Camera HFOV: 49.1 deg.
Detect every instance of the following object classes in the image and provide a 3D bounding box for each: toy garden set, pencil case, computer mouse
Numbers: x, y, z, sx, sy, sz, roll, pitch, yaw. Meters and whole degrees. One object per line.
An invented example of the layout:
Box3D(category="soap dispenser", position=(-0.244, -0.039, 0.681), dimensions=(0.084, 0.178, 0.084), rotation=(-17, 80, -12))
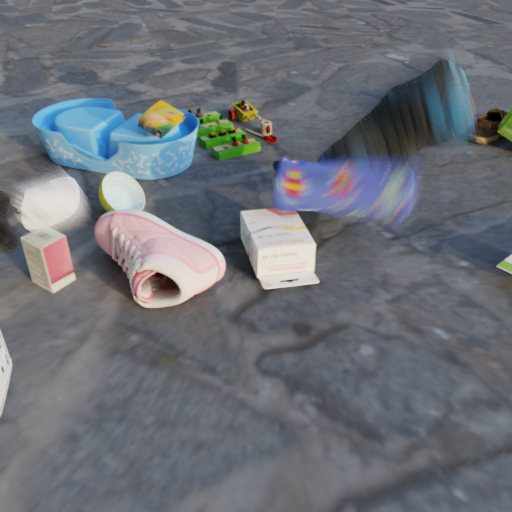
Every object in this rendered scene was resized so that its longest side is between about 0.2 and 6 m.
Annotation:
Box3D(category="toy garden set", position=(-0.538, -3.160, 13.478), dimensions=(1.998, 0.478, 2.397), rotation=(-18, 39, -24))
Box3D(category="pencil case", position=(1.380, -1.082, 9.199), dimensions=(2.309, 0.901, 1.003), rotation=(5, -7, 4))
Box3D(category="computer mouse", position=(-2.657, -0.602, 6.955), dimensions=(0.332, 0.829, 1.511), rotation=(18, 30, 20))

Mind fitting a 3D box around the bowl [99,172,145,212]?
Box3D(category="bowl", position=(-2.565, -1.049, 10.354), dimensions=(0.482, 0.896, 0.896), rotation=(-30, 15, 39))

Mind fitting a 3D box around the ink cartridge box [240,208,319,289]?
Box3D(category="ink cartridge box", position=(0.368, -0.166, 9.067), dimensions=(0.963, 0.558, 1.654), rotation=(-7, 34, -12))

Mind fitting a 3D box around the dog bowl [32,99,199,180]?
Box3D(category="dog bowl", position=(-3.022, -2.561, 12.230), dimensions=(3.689, 0.914, 2.056), rotation=(12, 37, 15))

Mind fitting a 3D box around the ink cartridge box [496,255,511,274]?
Box3D(category="ink cartridge box", position=(4.287, 0.257, 8.637), dimensions=(1.077, 0.408, 0.796), rotation=(-26, 43, -31))

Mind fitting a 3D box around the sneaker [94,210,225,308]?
Box3D(category="sneaker", position=(-1.763, 0.033, 8.510), dimensions=(2.366, 0.890, 1.237), rotation=(20, 34, 20))

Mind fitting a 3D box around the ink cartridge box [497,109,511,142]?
Box3D(category="ink cartridge box", position=(6.270, -3.015, 12.872), dimensions=(1.090, 0.559, 1.474), rotation=(36, 43, 6))

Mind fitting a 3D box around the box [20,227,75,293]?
Box3D(category="box", position=(-3.164, 0.051, 8.547), dimensions=(0.535, 0.837, 0.456), rotation=(22, 41, 29))

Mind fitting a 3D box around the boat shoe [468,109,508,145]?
Box3D(category="boat shoe", position=(5.809, -3.200, 13.418), dimensions=(1.819, 0.614, 0.655), rotation=(-25, 42, -32))

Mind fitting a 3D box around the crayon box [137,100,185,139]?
Box3D(category="crayon box", position=(-1.871, -2.763, 11.193), dimensions=(0.572, 0.229, 0.901), rotation=(30, 50, 7))

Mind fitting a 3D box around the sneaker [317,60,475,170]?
Box3D(category="sneaker", position=(2.281, -2.085, 9.578), dimensions=(3.047, 1.116, 1.248), rotation=(-27, 39, 38))

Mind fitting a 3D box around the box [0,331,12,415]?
Box3D(category="box", position=(-4.685, 1.089, 6.082), dimensions=(3.360, 1.960, 1.010), rotation=(-6, 35, -10))
